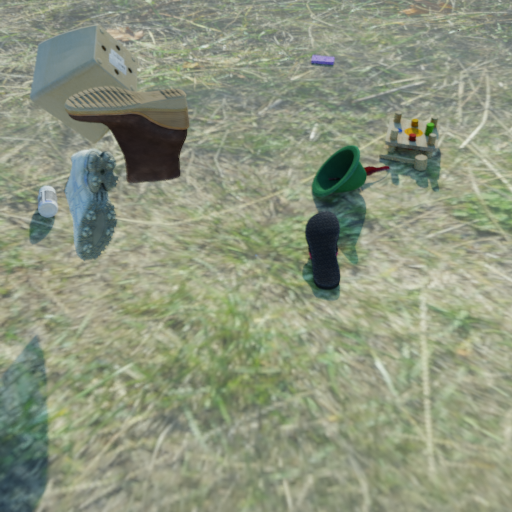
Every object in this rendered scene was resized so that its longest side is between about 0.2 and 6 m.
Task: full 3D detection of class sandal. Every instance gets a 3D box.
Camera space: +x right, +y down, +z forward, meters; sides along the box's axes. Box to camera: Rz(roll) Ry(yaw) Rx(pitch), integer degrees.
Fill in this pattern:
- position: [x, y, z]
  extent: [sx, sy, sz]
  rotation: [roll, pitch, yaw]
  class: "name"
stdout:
- position: [1.408, -0.093, 11.752]
  extent: [0.741, 0.444, 1.972]
  rotation: [-2, 57, 6]
  class: "sandal"

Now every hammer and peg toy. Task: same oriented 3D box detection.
- position: [4.069, -3.076, 14.746]
  extent: [1.410, 0.676, 1.917]
  rotation: [12, 44, 12]
  class: "hammer and peg toy"

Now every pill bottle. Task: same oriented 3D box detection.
- position: [-4.823, -1.268, 12.960]
  extent: [0.424, 0.424, 0.744]
  rotation: [-11, 44, -12]
  class: "pill bottle"

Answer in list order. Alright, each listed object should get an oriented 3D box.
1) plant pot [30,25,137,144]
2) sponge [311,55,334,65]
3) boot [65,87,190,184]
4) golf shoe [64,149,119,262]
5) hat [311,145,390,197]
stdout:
- position: [-3.317, -3.610, 11.323]
  extent: [1.471, 1.660, 1.662]
  rotation: [-23, 55, 26]
  class: "plant pot"
- position: [2.282, -6.690, 19.127]
  extent: [0.755, 0.113, 0.421]
  rotation: [8, 43, 9]
  class: "sponge"
- position: [-1.998, -1.802, 8.876]
  extent: [1.954, 1.626, 0.707]
  rotation: [-10, 46, -27]
  class: "boot"
- position: [-2.768, -0.843, 9.187]
  extent: [0.880, 1.810, 0.709]
  rotation: [13, 7, 36]
  class: "golf shoe"
- position: [2.449, -1.727, 13.603]
  extent: [1.716, 1.510, 1.421]
  rotation: [-46, 29, 14]
  class: "hat"
